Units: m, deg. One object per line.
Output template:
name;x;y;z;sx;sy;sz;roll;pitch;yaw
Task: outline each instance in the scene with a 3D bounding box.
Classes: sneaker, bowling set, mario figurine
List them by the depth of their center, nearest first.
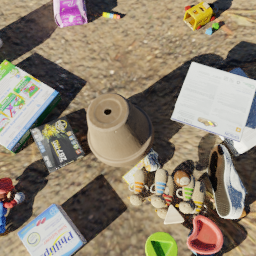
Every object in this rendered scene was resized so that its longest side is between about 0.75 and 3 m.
bowling set;1.318;2.094;8.746;2.686;1.869;1.442;10;71;4
mario figurine;-4.153;2.578;9.291;1.150;0.987;1.862;15;76;-35
sneaker;3.405;1.810;9.521;1.057;0.909;2.498;14;61;-25
sneaker;0.758;0.915;9.993;0.591;0.510;1.349;3;59;-28

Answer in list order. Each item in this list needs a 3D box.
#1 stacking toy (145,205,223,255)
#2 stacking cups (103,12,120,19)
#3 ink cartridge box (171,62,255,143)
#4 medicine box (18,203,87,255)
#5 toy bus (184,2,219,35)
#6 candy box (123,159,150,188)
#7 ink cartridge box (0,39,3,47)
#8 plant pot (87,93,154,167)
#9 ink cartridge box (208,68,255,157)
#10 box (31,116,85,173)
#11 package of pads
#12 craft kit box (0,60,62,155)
stacking toy;1.679;3.752;8.703;2.061;0.962;2.277;30;61;16
stacking cups;-0.720;-4.941;12.327;0.751;0.227;0.227;10;69;4
ink cartridge box;2.887;-0.873;9.449;2.314;0.510;2.356;20;74;11
medicine box;-2.345;3.444;8.772;1.419;0.802;1.558;-38;73;-13
toy bus;3.211;-4.947;12.004;1.526;0.836;1.617;8;69;3
candy box;0.323;1.595;9.850;0.959;0.127;0.490;-39;74;-14
ink cartridge box;-6.163;-3.108;10.833;0.948;1.679;2.288;25;70;8
plant pot;-0.421;-0.112;9.270;2.365;2.062;2.365;-5;64;11
ink cartridge box;3.976;-0.588;10.160;1.927;1.118;2.611;-30;70;-10
box;-2.511;0.559;10.045;1.368;0.417;1.697;-25;71;-15
package of pads;-2.557;-5.566;12.241;1.340;0.841;2.224;-8;69;0
craft kit box;-4.446;-0.860;10.557;2.728;0.670;2.762;33;72;9
